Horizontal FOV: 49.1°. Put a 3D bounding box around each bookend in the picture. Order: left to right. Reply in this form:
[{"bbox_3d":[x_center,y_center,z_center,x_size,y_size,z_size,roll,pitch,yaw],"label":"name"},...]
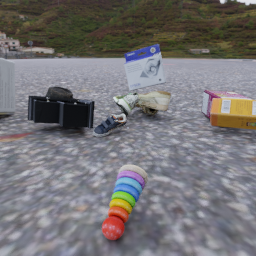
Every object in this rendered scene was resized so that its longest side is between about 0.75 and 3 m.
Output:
[{"bbox_3d":[-1.849,-0.455,7.527,1.562,0.719,1.552,2,6,-21],"label":"bookend"}]

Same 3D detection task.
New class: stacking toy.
[{"bbox_3d":[-0.063,0.993,3.705,0.434,0.434,1.016,6,44,19],"label":"stacking toy"}]

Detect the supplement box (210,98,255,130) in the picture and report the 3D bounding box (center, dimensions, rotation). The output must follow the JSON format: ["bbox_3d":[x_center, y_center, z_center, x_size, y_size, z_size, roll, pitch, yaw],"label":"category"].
[{"bbox_3d":[3.061,-0.353,7.275,1.741,0.579,0.599,8,58,21],"label":"supplement box"}]

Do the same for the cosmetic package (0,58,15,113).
[{"bbox_3d":[-4.784,-1.337,8.578,1.740,1.742,2.111,2,4,9],"label":"cosmetic package"}]

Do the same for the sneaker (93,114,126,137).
[{"bbox_3d":[-0.480,-0.112,7.383,0.985,0.391,0.386,-24,52,-29],"label":"sneaker"}]

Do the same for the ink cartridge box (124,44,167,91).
[{"bbox_3d":[0.619,-2.338,10.884,1.515,1.518,0.308,-11,4,24],"label":"ink cartridge box"}]

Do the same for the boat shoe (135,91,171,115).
[{"bbox_3d":[0.710,-0.777,9.304,0.741,0.667,2.053,6,-3,-25],"label":"boat shoe"}]

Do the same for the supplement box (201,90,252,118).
[{"bbox_3d":[3.034,-0.644,8.664,1.028,0.811,1.571,2,18,-5],"label":"supplement box"}]

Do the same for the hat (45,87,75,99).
[{"bbox_3d":[-2.526,-1.073,10.056,1.907,0.769,1.907,4,18,-1],"label":"hat"}]

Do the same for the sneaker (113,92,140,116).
[{"bbox_3d":[0.028,-0.854,8.982,0.752,0.653,1.698,-35,17,-1],"label":"sneaker"}]
